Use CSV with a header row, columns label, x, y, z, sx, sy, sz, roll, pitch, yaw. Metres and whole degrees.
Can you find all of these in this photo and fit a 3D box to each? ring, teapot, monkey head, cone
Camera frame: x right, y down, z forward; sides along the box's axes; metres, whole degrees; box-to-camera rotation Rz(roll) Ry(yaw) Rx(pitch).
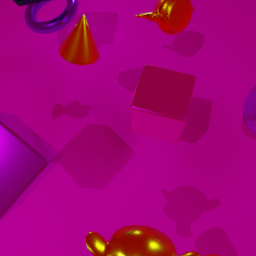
label,x,y,z,sx,sy,sz,roll,pitch,yaw
ring,-2.279,-3.512,8.323,1.724,0.345,1.724,-6,64,13
teapot,1.108,-3.127,7.602,1.796,1.117,0.879,-20,38,-24
monkey head,0.164,2.121,4.177,1.725,1.039,1.241,10,43,3
cone,-1.003,-2.018,6.044,0.934,0.937,0.934,8,49,-10
teapot,2.910,-0.403,5.388,1.008,1.280,2.059,25,37,-17

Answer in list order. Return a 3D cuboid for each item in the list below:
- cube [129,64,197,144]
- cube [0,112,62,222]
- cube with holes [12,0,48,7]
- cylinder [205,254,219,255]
label,x,y,z,sx,sy,sz,roll,pitch,yaw
cube,0.715,-0.490,6.010,1.122,1.122,1.122,15,65,7
cube,-2.307,0.652,5.244,1.394,1.394,1.394,41,86,-3
cube with holes,-2.426,-3.788,6.604,1.117,1.117,1.117,1,75,23
cylinder,1.712,3.240,5.877,0.846,0.846,0.846,-13,48,-5
